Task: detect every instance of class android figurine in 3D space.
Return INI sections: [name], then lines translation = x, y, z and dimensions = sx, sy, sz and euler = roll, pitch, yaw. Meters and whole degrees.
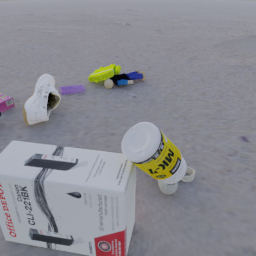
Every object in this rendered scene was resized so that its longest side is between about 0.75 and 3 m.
[android figurine]
translation = -1.148, -2.639, 13.559
dimensions = 1.641, 0.370, 1.803
euler = -13, 28, 13

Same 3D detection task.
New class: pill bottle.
[pill bottle]
translation = 0.539, 0.519, 5.221
dimensions = 0.761, 1.332, 0.761
euler = -20, 51, 27

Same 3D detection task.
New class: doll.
[doll]
translation = -0.181, -2.326, 13.314
dimensions = 2.127, 0.515, 1.451
euler = -20, 35, -30

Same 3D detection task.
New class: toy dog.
[toy dog]
translation = 0.788, 0.736, 7.714
dimensions = 1.410, 1.030, 2.139
euler = -23, 38, -33

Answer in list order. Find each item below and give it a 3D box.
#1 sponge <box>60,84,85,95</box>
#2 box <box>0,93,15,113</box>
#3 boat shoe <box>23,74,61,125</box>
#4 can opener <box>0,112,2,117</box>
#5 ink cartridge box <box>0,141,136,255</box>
[sponge]
translation = -2.527, -1.757, 12.715
dimensions = 1.068, 0.159, 0.596
euler = -10, 33, -16
[box]
translation = -5.151, -1.000, 11.201
dimensions = 0.861, 0.416, 0.757
euler = 19, 36, 29
[boat shoe]
translation = -3.122, -1.135, 10.912
dimensions = 1.032, 1.054, 2.977
euler = 1, 40, 1
[can opener]
translation = -5.294, 0.172, 9.057
dimensions = 0.904, 1.121, 2.851
euler = -30, 13, 31
[ink cartridge box]
translation = -1.238, 1.445, 5.662
dimensions = 2.663, 1.922, 1.115
euler = 6, 32, 10
